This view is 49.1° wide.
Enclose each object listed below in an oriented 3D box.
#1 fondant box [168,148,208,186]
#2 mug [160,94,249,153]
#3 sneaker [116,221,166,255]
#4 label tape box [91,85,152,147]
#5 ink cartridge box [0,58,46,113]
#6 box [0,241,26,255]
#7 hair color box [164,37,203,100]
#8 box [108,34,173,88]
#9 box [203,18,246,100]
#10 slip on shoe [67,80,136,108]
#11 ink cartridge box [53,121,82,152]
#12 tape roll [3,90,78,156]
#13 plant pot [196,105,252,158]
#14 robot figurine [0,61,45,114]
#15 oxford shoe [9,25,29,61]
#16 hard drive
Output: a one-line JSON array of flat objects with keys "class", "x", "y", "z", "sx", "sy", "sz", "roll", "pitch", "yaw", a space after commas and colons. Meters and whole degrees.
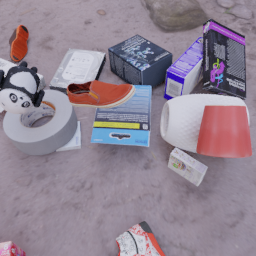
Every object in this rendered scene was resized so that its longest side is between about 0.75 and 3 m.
[{"class": "fondant box", "x": 1.970, "y": 1.306, "z": 9.401, "sx": 1.233, "sy": 0.890, "sz": 0.359, "roll": 32, "pitch": 59, "yaw": 22}, {"class": "mug", "x": 2.407, "y": -0.239, "z": 9.914, "sx": 2.460, "sy": 2.071, "sz": 2.805, "roll": 6, "pitch": 14, "yaw": -7}, {"class": "sneaker", "x": 0.484, "y": 3.734, "z": 7.645, "sx": 1.158, "sy": 0.721, "sz": 2.161, "roll": -23, "pitch": 52, "yaw": -16}, {"class": "label tape box", "x": -0.171, "y": -0.359, "z": 10.675, "sx": 2.065, "sy": 0.953, "sz": 2.883, "roll": 3, "pitch": 54, "yaw": 3}, {"class": "ink cartridge box", "x": -5.430, "y": -1.755, "z": 11.914, "sx": 2.856, "sy": 0.639, "sz": 2.516, "roll": 24, "pitch": 55, "yaw": 18}, {"class": "box", "x": -4.213, "y": 3.979, "z": 7.017, "sx": 2.911, "sy": 1.378, "sz": 1.494, "roll": -8, "pitch": 53, "yaw": -6}, {"class": "hair color box", "x": 2.630, "y": -2.464, "z": 11.904, "sx": 0.910, "sy": 1.535, "sz": 2.808, "roll": 31, "pitch": 58, "yaw": 22}, {"class": "box", "x": 0.519, "y": -2.848, "z": 12.247, "sx": 1.728, "sy": 1.246, "sz": 2.328, "roll": -33, "pitch": 53, "yaw": -23}, {"class": "box", "x": 3.965, "y": -2.737, "z": 11.489, "sx": 2.102, "sy": 0.531, "sz": 2.940, "roll": 13, "pitch": 73, "yaw": -29}, {"class": "slip on shoe", "x": -0.786, "y": -0.970, "z": 7.595, "sx": 2.041, "sy": 0.624, "sz": 0.756, "roll": 1, "pitch": 48, "yaw": 22}, {"class": "ink cartridge box", "x": -2.390, "y": 0.300, "z": 10.586, "sx": 1.222, "sy": 0.265, "sz": 1.200, "roll": -6, "pitch": 52, "yaw": -6}, {"class": "tape roll", "x": -3.213, "y": -0.253, "z": 10.438, "sx": 2.566, "sy": 0.848, "sz": 2.566, "roll": -4, "pitch": 51, "yaw": 5}, {"class": "plant pot", "x": 2.652, "y": 0.037, "z": 7.748, "sx": 1.524, "sy": 1.524, "sz": 1.348, "roll": 0, "pitch": 94, "yaw": 0}, {"class": "robot figurine", "x": -3.022, "y": -1.127, "z": 7.861, "sx": 1.136, "sy": 0.943, "sz": 1.511, "roll": 7, "pitch": 62, "yaw": 2}, {"class": "oxford shoe", "x": -5.474, "y": -4.069, "z": 13.814, "sx": 0.796, "sy": 0.781, "sz": 2.194, "roll": -18, "pitch": 53, "yaw": 28}, {"class": "hard drive", "x": -2.201, "y": -2.544, "z": 12.638, "sx": 1.856, "sy": 0.503, "sz": 2.657, "roll": 10, "pitch": 54, "yaw": 8}]
